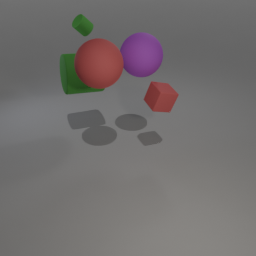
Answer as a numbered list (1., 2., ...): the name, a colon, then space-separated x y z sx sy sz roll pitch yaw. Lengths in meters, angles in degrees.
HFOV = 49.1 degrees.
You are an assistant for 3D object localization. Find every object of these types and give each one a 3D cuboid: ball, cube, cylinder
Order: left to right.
1. cylinder: -1.624 -1.960 10.040 1.400 1.400 1.400 -8 30 -21
2. cylinder: -2.040 -4.625 12.627 0.700 0.700 0.700 33 2 44
3. ball: -0.828 -1.829 8.009 1.400 1.400 1.400 0 29 0
4. ball: 0.427 -2.343 9.028 1.400 1.400 1.400 0 29 0
5. cube: 1.039 -0.981 8.891 0.700 0.700 0.700 1 37 -30
